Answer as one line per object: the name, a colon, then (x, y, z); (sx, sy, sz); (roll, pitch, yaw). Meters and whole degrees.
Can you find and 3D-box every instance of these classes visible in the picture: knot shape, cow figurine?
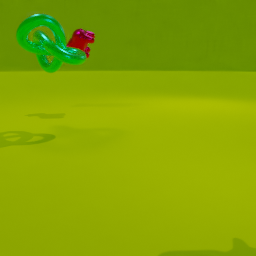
knot shape: (-2.013, -2.190, 7.771); (1.776, 0.877, 1.898); (21, -18, 1)
cow figurine: (-2.215, -3.347, 11.183); (1.532, 1.557, 0.854); (15, 44, -16)
